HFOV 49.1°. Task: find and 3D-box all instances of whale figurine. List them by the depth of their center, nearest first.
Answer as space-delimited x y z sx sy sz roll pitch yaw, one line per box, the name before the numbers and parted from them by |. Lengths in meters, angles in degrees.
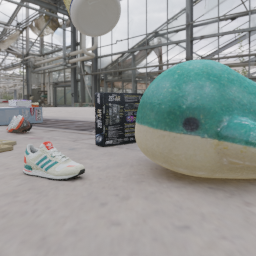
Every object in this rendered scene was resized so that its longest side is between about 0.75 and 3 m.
whale figurine | 1.454 -0.114 3.574 2.693 1.397 2.142 7 6 13

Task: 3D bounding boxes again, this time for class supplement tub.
supplement tub | -1.029 -3.409 7.409 1.303 1.303 1.805 -3 48 -26

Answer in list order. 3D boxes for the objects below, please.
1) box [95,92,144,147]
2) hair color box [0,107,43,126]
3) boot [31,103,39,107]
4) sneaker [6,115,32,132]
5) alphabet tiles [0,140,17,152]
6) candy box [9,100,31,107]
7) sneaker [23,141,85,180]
box | -0.077 -0.216 6.200 1.408 1.128 0.307 -6 8 -42
hair color box | -4.876 -0.512 11.577 1.170 0.716 2.363 5 8 41
boot | -4.944 -0.785 13.283 0.685 0.979 1.826 5 9 30
sneaker | -3.270 -0.026 8.499 0.570 0.536 1.391 31 -16 -28
alphabet tiles | -3.722 0.410 5.083 2.466 0.094 2.963 2 6 27
candy box | -4.521 -1.029 11.721 0.769 0.275 0.645 7 9 44
sneaker | -0.950 0.389 3.495 0.901 0.421 0.317 2 5 26
